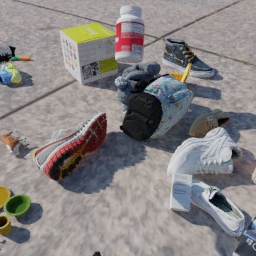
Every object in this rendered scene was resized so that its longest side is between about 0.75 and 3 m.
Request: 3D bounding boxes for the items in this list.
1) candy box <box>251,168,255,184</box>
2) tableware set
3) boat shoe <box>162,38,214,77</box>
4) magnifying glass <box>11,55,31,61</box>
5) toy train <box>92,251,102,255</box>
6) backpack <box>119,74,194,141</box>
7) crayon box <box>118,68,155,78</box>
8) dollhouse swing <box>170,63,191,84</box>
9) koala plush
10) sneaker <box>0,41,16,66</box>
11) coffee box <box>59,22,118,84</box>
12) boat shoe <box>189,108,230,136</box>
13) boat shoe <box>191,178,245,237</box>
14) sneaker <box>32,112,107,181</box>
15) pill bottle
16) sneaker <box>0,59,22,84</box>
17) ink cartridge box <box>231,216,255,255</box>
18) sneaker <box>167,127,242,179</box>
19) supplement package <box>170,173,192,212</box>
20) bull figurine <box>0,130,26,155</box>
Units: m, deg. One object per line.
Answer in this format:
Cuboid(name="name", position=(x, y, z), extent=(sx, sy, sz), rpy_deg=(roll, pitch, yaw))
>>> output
Cuboid(name="candy box", position=(4.418, 1.464, 7.219), extent=(1.154, 0.553, 1.999), rpy_deg=(-29, 47, -32))
Cuboid(name="tableware set", position=(-3.783, 1.919, 6.785), extent=(2.604, 0.400, 1.754), rpy_deg=(14, 40, 18))
Cuboid(name="boat shoe", position=(2.668, -3.150, 12.507), extent=(2.592, 1.177, 0.917), rpy_deg=(27, 46, 30))
Cuboid(name="magnifying glass", position=(-5.442, -3.416, 13.678), extent=(1.387, 0.155, 0.552), rpy_deg=(6, 39, 6))
Cuboid(name="toy train", position=(-0.235, 2.947, 5.635), extent=(1.301, 0.222, 0.298), rpy_deg=(23, 48, 27))
Cuboid(name="backpack", position=(1.018, -0.721, 9.140), extent=(1.510, 1.991, 2.386), rpy_deg=(41, 48, 15))
Cuboid(name="crayon box", position=(0.344, -2.135, 11.858), extent=(1.579, 0.407, 0.992), rpy_deg=(0, 38, 1))
Cuboid(name="dollhouse swing", position=(1.953, -2.068, 11.319), extent=(1.017, 0.984, 1.119), rpy_deg=(10, 40, 12))
Cuboid(name="koala plush", position=(0.193, -1.407, 10.192), extent=(1.640, 1.583, 1.785), rpy_deg=(9, 38, 30))
Cuboid(name="sneaker", position=(-2.575, -1.429, 5.453), extent=(0.542, 0.500, 1.356), rpy_deg=(14, 31, -13))
Cuboid(name="coffee box", position=(-1.666, -3.303, 12.168), extent=(1.850, 1.829, 1.847), rpy_deg=(-22, 44, -25))
Cuboid(name="boat shoe", position=(2.708, -0.161, 9.211), extent=(1.748, 0.623, 0.564), rpy_deg=(-27, 45, -31))
Cuboid(name="boat shoe", position=(2.091, 1.716, 6.814), extent=(0.695, 0.631, 1.889), rpy_deg=(-24, 41, -27))
Cuboid(name="sneaker", position=(-1.619, 0.275, 8.302), extent=(1.141, 1.081, 2.778), rpy_deg=(23, 44, 28))
Cuboid(name="pill bottle", position=(0.071, -3.035, 9.169), extent=(0.941, 1.676, 0.941), rpy_deg=(3, 4, 0))
Cuboid(name="sneaker", position=(-5.325, -2.454, 12.044), extent=(0.940, 0.678, 1.790), rpy_deg=(-25, 46, -27))
Cuboid(name="ink cartridge box", position=(3.373, 2.872, 5.560), extent=(2.334, 0.458, 1.161), rpy_deg=(28, 46, 29))
Cuboid(name="sneaker", position=(2.225, 0.846, 7.711), extent=(2.520, 0.982, 1.252), rpy_deg=(-25, 48, -26))
Cuboid(name="supplement package", position=(1.294, 1.580, 6.864), extent=(0.459, 0.477, 0.838), rpy_deg=(6, 70, 7))
Cuboid(name="bull figurine", position=(-3.550, 0.441, 8.693), extent=(1.025, 0.334, 0.622), rpy_deg=(32, 47, 32))
